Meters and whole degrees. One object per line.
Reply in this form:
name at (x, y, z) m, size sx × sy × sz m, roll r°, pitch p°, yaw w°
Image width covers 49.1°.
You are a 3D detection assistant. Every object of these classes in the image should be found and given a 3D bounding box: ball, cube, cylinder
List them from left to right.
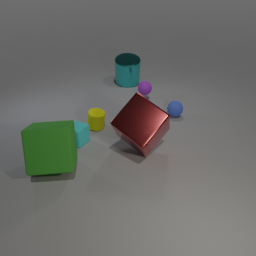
cube at (-2.424, 0.581, 8.895) m, size 1.400 × 1.400 × 1.400 m, roll -4°, pitch 11°, yaw -4°
cube at (-1.931, 0.226, 10.613) m, size 0.700 × 0.700 × 0.700 m, roll 14°, pitch 33°, yaw 24°
cylinder at (-1.308, -0.355, 11.529) m, size 0.700 × 0.700 × 0.700 m, roll 6°, pitch 36°, yaw -4°
cylinder at (-0.023, -3.222, 15.605) m, size 1.400 × 1.400 × 1.400 m, roll 0°, pitch 45°, yaw 0°
cube at (0.465, -0.076, 9.573) m, size 1.400 × 1.400 × 1.400 m, roll 37°, pitch 81°, yaw 17°
ball at (0.836, -1.984, 13.911) m, size 0.700 × 0.700 × 0.700 m, roll 0°, pitch 30°, yaw 0°
ball at (2.087, -0.854, 12.410) m, size 0.700 × 0.700 × 0.700 m, roll 0°, pitch 30°, yaw 0°
